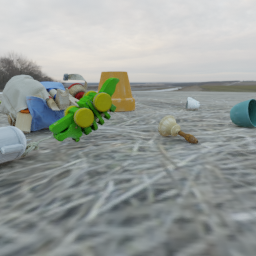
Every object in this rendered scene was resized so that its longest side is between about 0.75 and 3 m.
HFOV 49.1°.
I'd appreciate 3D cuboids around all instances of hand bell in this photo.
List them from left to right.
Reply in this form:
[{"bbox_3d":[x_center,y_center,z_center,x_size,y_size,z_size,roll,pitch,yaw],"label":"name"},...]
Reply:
[{"bbox_3d":[1.313,0.133,6.903,0.587,0.587,1.127,-6,23,-32],"label":"hand bell"}]

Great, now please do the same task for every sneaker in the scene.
[{"bbox_3d":[3.464,-1.243,15.002,0.704,0.618,1.756,9,17,7],"label":"sneaker"}]

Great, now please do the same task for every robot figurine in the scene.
[{"bbox_3d":[-2.232,0.304,4.848,0.917,0.611,1.082,12,15,30],"label":"robot figurine"}]

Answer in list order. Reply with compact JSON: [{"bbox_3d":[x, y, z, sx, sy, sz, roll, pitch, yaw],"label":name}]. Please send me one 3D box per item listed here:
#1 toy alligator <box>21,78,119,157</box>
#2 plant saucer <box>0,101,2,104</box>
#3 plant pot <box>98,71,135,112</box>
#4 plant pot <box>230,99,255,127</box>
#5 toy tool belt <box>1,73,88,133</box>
[{"bbox_3d":[-1.014,-0.076,5.794,2.536,0.688,0.752,-43,28,-17],"label":"toy alligator"},{"bbox_3d":[-7.465,-0.994,13.137,2.461,0.590,2.465,-6,11,-35],"label":"plant saucer"},{"bbox_3d":[-0.692,-1.934,14.582,2.163,1.981,2.163,0,9,0],"label":"plant pot"},{"bbox_3d":[3.740,-0.436,9.010,0.890,0.890,0.714,-8,-2,-40],"label":"plant pot"},{"bbox_3d":[-2.193,-0.568,8.397,2.796,1.746,1.718,-11,46,-37],"label":"toy tool belt"}]
